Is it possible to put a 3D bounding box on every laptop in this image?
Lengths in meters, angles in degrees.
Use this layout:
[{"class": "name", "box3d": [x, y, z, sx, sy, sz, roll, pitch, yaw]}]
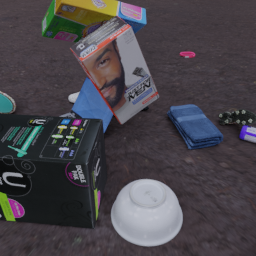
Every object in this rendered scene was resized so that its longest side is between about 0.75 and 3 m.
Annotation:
[{"class": "laptop", "box3d": [-1.651, -0.467, 8.915, 2.168, 1.256, 2.030, -24, 40, -31]}]

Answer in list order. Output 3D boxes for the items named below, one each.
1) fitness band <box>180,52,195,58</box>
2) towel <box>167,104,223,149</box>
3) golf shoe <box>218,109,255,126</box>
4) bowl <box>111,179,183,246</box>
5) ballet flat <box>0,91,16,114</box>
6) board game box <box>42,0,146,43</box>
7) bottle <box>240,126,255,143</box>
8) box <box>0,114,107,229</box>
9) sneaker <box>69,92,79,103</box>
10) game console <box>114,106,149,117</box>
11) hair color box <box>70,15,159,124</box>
[{"class": "fitness band", "box3d": [3.203, -3.956, 15.070, 0.821, 0.154, 0.590, -3, 34, -7]}, {"class": "towel", "box3d": [2.119, -0.096, 9.050, 1.135, 0.493, 2.032, -7, 34, -11]}, {"class": "golf shoe", "box3d": [3.625, -0.357, 9.113, 0.586, 0.514, 1.331, -4, 5, -36]}, {"class": "bowl", "box3d": [0.422, 1.673, 6.209, 1.652, 0.742, 1.652, -1, 34, 0]}, {"class": "ballet flat", "box3d": [-4.945, -1.032, 10.253, 2.223, 0.841, 0.711, 13, 12, 12]}, {"class": "board game box", "box3d": [-0.897, -2.707, 7.192, 2.202, 0.444, 1.685, 1, -10, -30]}, {"class": "bottle", "box3d": [4.089, 0.284, 8.546, 1.237, 0.404, 0.517, 17, 29, 23]}, {"class": "box", "box3d": [-1.893, 0.910, 6.247, 2.602, 1.933, 1.617, 3, 34, 5]}, {"class": "sneaker", "box3d": [-1.502, -1.371, 10.746, 1.579, 0.699, 0.594, -6, 36, -9]}, {"class": "game console", "box3d": [0.102, -0.693, 10.233, 1.318, 0.159, 0.778, -5, 34, -5]}, {"class": "hair color box", "box3d": [-0.213, -1.315, 6.972, 1.334, 2.405, 0.769, -36, 49, -3]}]
